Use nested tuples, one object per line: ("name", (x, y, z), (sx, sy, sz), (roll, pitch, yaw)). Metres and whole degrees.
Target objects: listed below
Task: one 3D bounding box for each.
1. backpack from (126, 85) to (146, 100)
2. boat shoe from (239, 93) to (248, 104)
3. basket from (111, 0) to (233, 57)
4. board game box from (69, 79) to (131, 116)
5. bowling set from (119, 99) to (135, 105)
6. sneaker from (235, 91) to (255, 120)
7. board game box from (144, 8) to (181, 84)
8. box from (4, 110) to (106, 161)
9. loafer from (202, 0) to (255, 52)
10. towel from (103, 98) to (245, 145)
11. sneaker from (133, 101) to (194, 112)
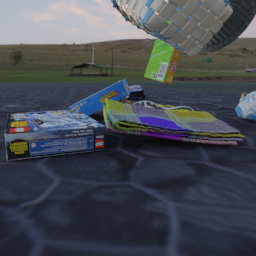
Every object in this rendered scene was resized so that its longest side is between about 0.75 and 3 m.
("backpack", (0.322, -1.974, 15.768), (1.084, 0.835, 1.032), (-6, 2, -17))
("boat shoe", (5.398, -1.195, 12.246), (0.672, 0.580, 1.843), (1, 11, 4))
("basket", (0.709, -2.685, 5.481), (2.179, 1.719, 2.471), (13, 32, -44))
("board game box", (-0.856, -0.992, 9.423), (1.861, 0.520, 1.822), (-26, 9, 8))
("bowling set", (0.050, -0.666, 9.380), (0.855, 0.660, 1.229), (-7, 13, -30))
("sneaker", (4.336, -0.700, 9.084), (2.675, 0.961, 0.969), (-2, -16, -46))
("board game box", (1.346, -2.864, 8.921), (0.417, 2.785, 1.330), (10, 13, -27))
("box", (-1.722, 0.031, 6.201), (1.787, 0.521, 2.610), (-4, 12, -21))
("loafer", (2.647, -3.037, 6.600), (1.069, 2.843, 0.990), (40, 22, -1))
("towel", (0.895, -0.195, 6.453), (2.902, 0.330, 2.084), (7, 17, -10))
("sneaker", (0.982, -0.353, 8.119), (1.894, 0.705, 0.802), (9, 4, 9))
